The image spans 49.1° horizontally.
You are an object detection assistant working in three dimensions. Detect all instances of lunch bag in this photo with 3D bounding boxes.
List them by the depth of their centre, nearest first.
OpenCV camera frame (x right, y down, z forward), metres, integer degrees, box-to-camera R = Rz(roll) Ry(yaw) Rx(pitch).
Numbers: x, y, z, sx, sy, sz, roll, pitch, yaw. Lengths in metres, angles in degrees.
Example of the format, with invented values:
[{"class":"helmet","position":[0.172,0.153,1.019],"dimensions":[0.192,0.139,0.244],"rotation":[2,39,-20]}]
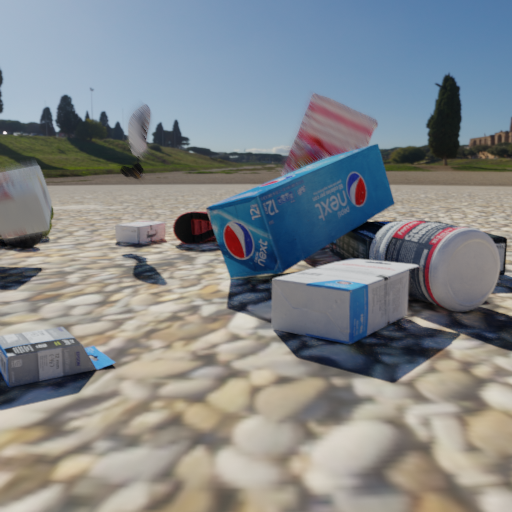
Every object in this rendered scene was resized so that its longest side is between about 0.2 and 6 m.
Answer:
[{"class":"lunch bag","position":[1.137,-1.700,11.675],"dimensions":[0.729,1.567,1.779],"rotation":[13,5,21]}]

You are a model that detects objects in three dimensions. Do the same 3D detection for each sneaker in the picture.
[{"class":"sneaker","position":[-0.667,-0.751,12.494],"dimensions":[2.339,0.862,1.014],"rotation":[-1,8,-6]}]

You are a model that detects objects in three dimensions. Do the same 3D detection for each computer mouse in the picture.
[{"class":"computer mouse","position":[-4.833,-0.288,11.630],"dimensions":[1.046,0.276,0.724],"rotation":[-8,6,30]},{"class":"computer mouse","position":[-2.677,-2.537,12.362],"dimensions":[0.362,1.650,0.905],"rotation":[4,10,-32]}]

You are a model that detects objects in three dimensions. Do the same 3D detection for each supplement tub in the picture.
[{"class":"supplement tub","position":[2.167,0.074,6.960],"dimensions":[0.988,0.988,1.408],"rotation":[-4,11,-24]}]

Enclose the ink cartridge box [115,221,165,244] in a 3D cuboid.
[{"class":"ink cartridge box","position":[-2.593,-0.537,12.589],"dimensions":[0.696,0.405,0.955],"rotation":[5,9,28]}]

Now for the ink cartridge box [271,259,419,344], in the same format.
[{"class":"ink cartridge box","position":[1.026,0.428,6.091],"dimensions":[0.957,0.559,1.649],"rotation":[7,12,38]}]

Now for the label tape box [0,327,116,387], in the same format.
[{"class":"label tape box","position":[-1.694,0.803,4.707],"dimensions":[0.850,0.281,0.609],"rotation":[-8,12,-33]}]

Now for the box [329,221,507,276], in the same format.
[{"class":"box","position":[2.588,-0.175,9.601],"dimensions":[2.170,0.628,2.730],"rotation":[-1,9,-4]}]

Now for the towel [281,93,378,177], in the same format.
[{"class":"towel","position":[1.632,-2.206,12.612],"dimensions":[1.769,2.418,0.362],"rotation":[15,12,-24]}]

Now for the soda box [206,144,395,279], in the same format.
[{"class":"soda box","position":[0.868,-0.812,9.098],"dimensions":[1.109,1.172,3.457],"rotation":[-8,15,44]}]

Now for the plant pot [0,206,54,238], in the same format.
[{"class":"plant pot","position":[-5.442,-0.910,13.137],"dimensions":[1.178,1.240,1.240],"rotation":[10,2,-34]}]

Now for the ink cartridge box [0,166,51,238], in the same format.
[{"class":"ink cartridge box","position":[-4.187,-0.984,10.001],"dimensions":[0.810,0.806,1.115],"rotation":[-13,34,-10]}]
